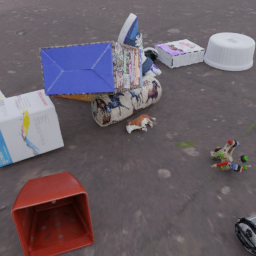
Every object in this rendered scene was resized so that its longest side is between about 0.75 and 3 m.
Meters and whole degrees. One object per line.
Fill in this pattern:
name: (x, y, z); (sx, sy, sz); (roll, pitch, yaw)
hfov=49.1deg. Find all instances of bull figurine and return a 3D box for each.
bull figurine: (0.459, -0.151, 10.092); (0.703, 0.377, 1.157); (24, 44, 27)

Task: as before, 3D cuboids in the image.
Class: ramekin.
ramekin: (5.348, -4.069, 14.705); (2.527, 1.232, 2.527); (0, 36, 0)

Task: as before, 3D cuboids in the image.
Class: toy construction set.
toy construction set: (2.830, 0.946, 8.340); (1.193, 0.916, 0.995); (-11, 80, -42)

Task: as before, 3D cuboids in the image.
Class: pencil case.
pencil case: (0.002, -1.126, 10.656); (2.868, 1.283, 1.116); (-28, 43, -34)

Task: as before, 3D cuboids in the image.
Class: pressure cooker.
pressure cooker: (2.902, 2.359, 6.245); (0.931, 0.832, 0.819); (-16, -5, -17)

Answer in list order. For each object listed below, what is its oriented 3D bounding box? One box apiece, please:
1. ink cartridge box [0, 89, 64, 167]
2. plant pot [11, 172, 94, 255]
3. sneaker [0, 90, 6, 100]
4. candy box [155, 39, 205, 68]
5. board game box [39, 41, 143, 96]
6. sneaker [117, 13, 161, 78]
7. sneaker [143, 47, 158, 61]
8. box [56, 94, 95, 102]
ink cartridge box: (-3.331, -0.062, 8.830); (2.084, 1.522, 1.529); (-18, 34, -20)
plant pot: (-1.727, 1.880, 6.526); (1.517, 1.519, 1.338); (-11, 26, -14)
sneaker: (-5.162, -0.955, 10.925); (0.810, 0.701, 1.794); (-29, 45, -30)
candy box: (2.743, -4.014, 15.033); (2.066, 0.739, 1.733); (-16, 39, -21)
board game box: (-0.976, -1.837, 8.875); (2.250, 1.366, 2.822); (0, 11, 18)
sneaker: (0.545, -2.995, 11.440); (2.063, 2.817, 1.135); (22, 42, -1)
sneaker: (0.729, -3.820, 14.958); (1.819, 0.731, 0.785); (13, 47, 32)
box: (-2.161, -1.932, 11.813); (1.915, 1.191, 0.933); (9, 37, 12)
